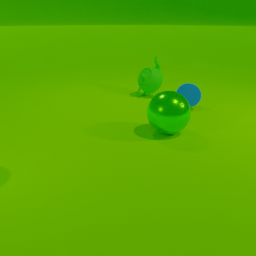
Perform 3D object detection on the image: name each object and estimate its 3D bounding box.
[{"bbox_3d":[1.152,-0.437,7.955,1.243,1.243,1.243,0,22,0],"label":"ball"},{"bbox_3d":[0.884,-2.060,11.519,0.865,1.767,1.099,20,16,-40],"label":"teapot"},{"bbox_3d":[2.213,-1.080,10.464,0.897,0.897,0.901,3,-13,7],"label":"cone"}]
